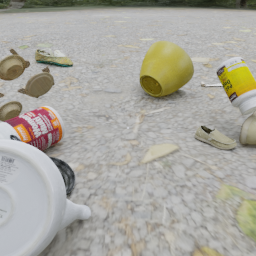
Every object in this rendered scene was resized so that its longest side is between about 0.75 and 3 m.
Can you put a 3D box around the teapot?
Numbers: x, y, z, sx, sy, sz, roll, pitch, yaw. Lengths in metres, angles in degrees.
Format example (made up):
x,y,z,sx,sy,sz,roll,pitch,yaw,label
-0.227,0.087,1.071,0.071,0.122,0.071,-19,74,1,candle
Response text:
x,y,z,sx,sy,sz,roll,pitch,yaw,label
-2.255,1.316,5.215,2.330,2.361,1.724,-29,-3,-8,teapot

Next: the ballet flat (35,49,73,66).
x,y,z,sx,sy,sz,roll,pitch,yaw,label
-4.220,-4.029,15.795,2.517,0.890,0.890,13,31,22,ballet flat

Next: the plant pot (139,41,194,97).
x,y,z,sx,sy,sz,roll,pitch,yaw,label
1.361,-2.199,11.564,2.212,2.212,1.570,21,59,33,plant pot

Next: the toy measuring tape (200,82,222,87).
x,y,z,sx,sy,sz,roll,pitch,yaw,label
4.499,-2.263,12.670,2.327,0.856,0.856,0,29,0,toy measuring tape

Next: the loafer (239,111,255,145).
x,y,z,sx,sy,sz,roll,pitch,yaw,label
4.353,-0.179,8.836,0.876,0.971,2.566,23,46,33,loafer

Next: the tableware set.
x,y,z,sx,sy,sz,roll,pitch,yaw,label
-3.599,-1.115,8.593,2.702,2.257,0.314,-44,67,0,tableware set

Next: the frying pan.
x,y,z,sx,sy,sz,roll,pitch,yaw,label
-2.200,1.009,6.596,1.993,0.324,1.206,26,37,-2,frying pan

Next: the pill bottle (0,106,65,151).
x,y,z,sx,sy,sz,roll,pitch,yaw,label
-2.906,0.255,7.719,1.172,1.172,2.139,20,34,32,pill bottle

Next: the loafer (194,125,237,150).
x,y,z,sx,sy,sz,roll,pitch,yaw,label
2.630,0.272,8.442,1.293,0.442,0.489,18,34,30,loafer

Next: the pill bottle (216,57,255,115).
x,y,z,sx,sy,sz,roll,pitch,yaw,label
3.439,-1.262,8.577,0.909,0.909,1.664,-12,69,-21,pill bottle
